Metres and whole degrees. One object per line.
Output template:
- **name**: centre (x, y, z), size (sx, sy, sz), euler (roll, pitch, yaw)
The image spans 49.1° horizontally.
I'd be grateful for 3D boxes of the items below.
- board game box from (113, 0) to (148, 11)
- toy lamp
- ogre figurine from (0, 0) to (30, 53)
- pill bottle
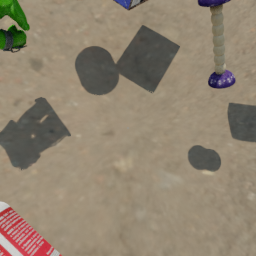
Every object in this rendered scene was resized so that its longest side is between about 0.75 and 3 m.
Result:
- **board game box**: centre (0.370, -4.018, 6.968), size (0.869, 1.430, 1.794), euler (38, 51, 9)
- **toy lamp**: centre (1.671, -1.779, 5.210), size (0.629, 2.161, 0.629), euler (-12, 34, 9)
- **ogre figurine**: centre (-2.927, -2.504, 5.462), size (1.658, 2.766, 1.357), euler (-32, 87, -26)
- **pill bottle**: centre (-1.651, 1.608, 3.575), size (1.750, 0.982, 0.982), euler (43, 74, 2)
